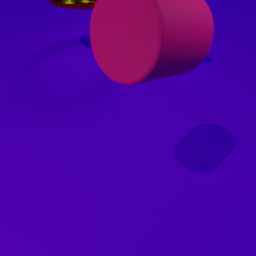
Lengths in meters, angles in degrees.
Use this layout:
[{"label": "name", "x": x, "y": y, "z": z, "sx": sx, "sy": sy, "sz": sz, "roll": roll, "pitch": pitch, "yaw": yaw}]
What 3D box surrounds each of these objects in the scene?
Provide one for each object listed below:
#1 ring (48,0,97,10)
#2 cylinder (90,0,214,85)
[{"label": "ring", "x": -1.566, "y": -4.019, "z": 8.826, "sx": 1.879, "sy": 0.376, "sz": 1.879, "roll": 2, "pitch": 28, "yaw": -1}, {"label": "cylinder", "x": 0.304, "y": -1.177, "z": 3.512, "sx": 1.131, "sy": 1.131, "sz": 1.131, "roll": 39, "pitch": 38, "yaw": 28}]
